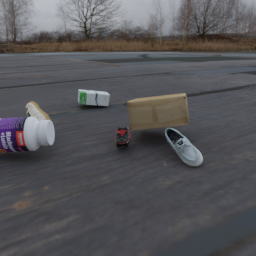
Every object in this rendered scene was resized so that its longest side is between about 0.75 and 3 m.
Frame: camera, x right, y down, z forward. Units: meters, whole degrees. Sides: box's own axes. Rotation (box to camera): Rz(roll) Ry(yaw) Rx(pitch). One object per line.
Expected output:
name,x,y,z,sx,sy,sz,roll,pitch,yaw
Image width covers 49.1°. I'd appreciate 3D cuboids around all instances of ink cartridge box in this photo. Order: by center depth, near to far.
ink cartridge box,-1.354,-1.181,10.958,1.148,0.477,0.841,3,15,-14

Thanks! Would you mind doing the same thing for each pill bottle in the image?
pill bottle,-2.432,0.146,6.339,1.400,0.780,0.780,-4,18,3

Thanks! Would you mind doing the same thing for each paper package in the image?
paper package,0.843,-0.453,7.449,1.493,0.772,1.423,-6,8,14

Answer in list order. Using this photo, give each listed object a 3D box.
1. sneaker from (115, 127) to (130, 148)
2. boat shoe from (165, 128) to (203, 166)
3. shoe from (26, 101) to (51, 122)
sneaker,-0.130,0.290,6.808,0.351,0.485,0.994,-1,12,-2
boat shoe,1.183,0.397,6.226,0.407,0.416,1.167,-43,43,2
shoe,-2.491,-0.323,7.444,0.413,0.541,1.546,-28,32,-25
